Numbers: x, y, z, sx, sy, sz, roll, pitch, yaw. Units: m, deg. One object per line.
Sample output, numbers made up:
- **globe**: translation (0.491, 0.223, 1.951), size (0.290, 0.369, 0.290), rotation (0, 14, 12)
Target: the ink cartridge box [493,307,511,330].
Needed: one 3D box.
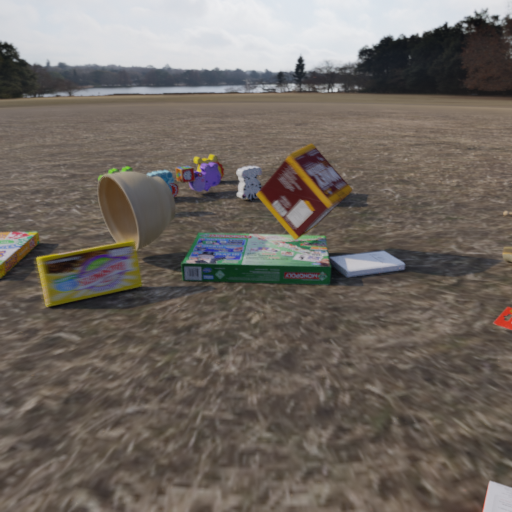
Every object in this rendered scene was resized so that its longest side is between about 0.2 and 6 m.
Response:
- **ink cartridge box**: translation (4.201, 0.938, 8.410), size (0.994, 0.249, 0.806), rotation (18, 26, 35)

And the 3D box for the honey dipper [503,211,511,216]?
- **honey dipper**: translation (6.801, -1.033, 14.020), size (1.116, 0.212, 0.212), rotation (2, 19, 16)

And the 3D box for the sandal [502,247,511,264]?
- **sandal**: translation (5.016, 0.299, 9.644), size (1.117, 0.751, 2.781), rotation (7, 6, 4)

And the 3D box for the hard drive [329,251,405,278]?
- **hard drive**: translation (2.099, 0.152, 10.717), size (1.208, 0.161, 0.797), rotation (-6, 21, -18)

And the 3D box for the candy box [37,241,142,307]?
- **candy box**: translation (-2.745, 0.280, 9.343), size (1.597, 0.816, 0.211), rotation (-13, 12, -28)

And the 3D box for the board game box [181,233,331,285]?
- **board game box**: translation (0.053, 0.018, 10.748), size (2.656, 0.387, 1.787), rotation (2, 19, 4)

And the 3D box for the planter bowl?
- **planter bowl**: translation (-2.238, -0.966, 10.894), size (1.051, 1.562, 1.562), rotation (-25, 30, -32)

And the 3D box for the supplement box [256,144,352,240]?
- **supplement box**: translation (0.912, -1.229, 10.790), size (1.220, 1.237, 0.821), rotation (50, 45, 6)

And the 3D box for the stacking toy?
- **stacking toy**: translation (-2.119, -2.069, 16.024), size (3.972, 0.933, 2.995), rotation (-14, 22, -28)

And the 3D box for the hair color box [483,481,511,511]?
- **hair color box**: translation (2.060, 2.311, 4.460), size (0.554, 0.319, 0.999), rotation (11, 21, 27)

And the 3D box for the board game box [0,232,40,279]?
- **board game box**: translation (-5.196, 0.001, 10.969), size (1.110, 0.348, 2.324), rotation (-1, 22, -1)
